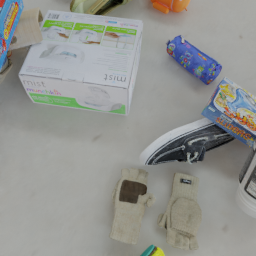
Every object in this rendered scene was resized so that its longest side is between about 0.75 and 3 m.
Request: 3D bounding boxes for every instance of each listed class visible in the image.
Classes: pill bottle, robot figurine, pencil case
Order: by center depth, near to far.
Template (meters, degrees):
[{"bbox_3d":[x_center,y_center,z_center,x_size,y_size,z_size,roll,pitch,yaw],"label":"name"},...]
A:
[{"bbox_3d":[3.014,0.959,5.883,1.127,1.936,1.127,4,38,-3],"label":"pill bottle"},{"bbox_3d":[1.935,-2.068,8.297,0.688,0.766,1.764,-34,67,-28],"label":"pencil case"},{"bbox_3d":[1.429,-4.582,9.521,1.683,0.981,1.210,29,47,14],"label":"robot figurine"}]

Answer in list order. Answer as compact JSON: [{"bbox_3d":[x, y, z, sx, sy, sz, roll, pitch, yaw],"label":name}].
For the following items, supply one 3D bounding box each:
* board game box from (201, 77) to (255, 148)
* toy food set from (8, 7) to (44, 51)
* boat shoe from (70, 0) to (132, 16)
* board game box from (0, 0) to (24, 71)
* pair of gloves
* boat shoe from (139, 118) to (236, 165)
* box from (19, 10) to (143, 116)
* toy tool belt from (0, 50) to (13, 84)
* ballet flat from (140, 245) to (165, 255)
[{"bbox_3d":[3.089,-0.205,7.026,2.271,0.391,1.537,35,47,6],"label":"board game box"},{"bbox_3d":[-3.437,-2.774,8.212,1.917,0.807,2.671,-17,33,-6],"label":"toy food set"},{"bbox_3d":[-0.501,-4.308,9.393,2.876,1.049,0.905,-31,81,-17],"label":"boat shoe"},{"bbox_3d":[-4.261,-2.289,6.435,2.924,0.817,2.863,5,61,0],"label":"board game box"},{"bbox_3d":[0.637,1.813,6.428,2.075,0.364,1.765,7,57,-3],"label":"pair of gloves"},{"bbox_3d":[1.535,0.467,6.901,2.537,0.910,0.860,-20,63,-20],"label":"boat shoe"},{"bbox_3d":[-1.142,-1.859,7.831,2.810,1.359,2.480,8,62,4],"label":"box"},{"bbox_3d":[-3.871,-2.052,8.229,0.867,0.854,1.389,6,62,3],"label":"toy tool belt"},{"bbox_3d":[0.008,3.226,5.550,2.039,0.681,0.684,-35,83,-19],"label":"ballet flat"}]
